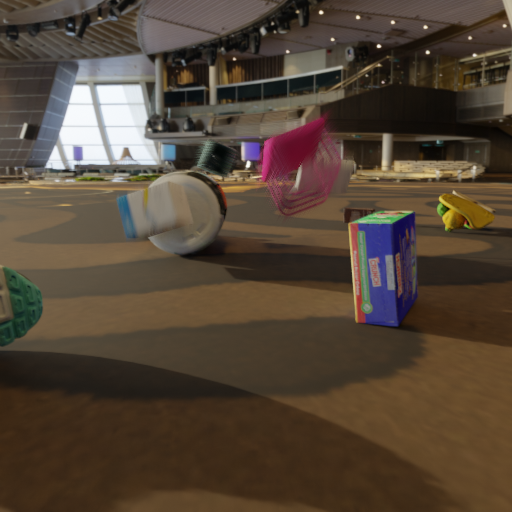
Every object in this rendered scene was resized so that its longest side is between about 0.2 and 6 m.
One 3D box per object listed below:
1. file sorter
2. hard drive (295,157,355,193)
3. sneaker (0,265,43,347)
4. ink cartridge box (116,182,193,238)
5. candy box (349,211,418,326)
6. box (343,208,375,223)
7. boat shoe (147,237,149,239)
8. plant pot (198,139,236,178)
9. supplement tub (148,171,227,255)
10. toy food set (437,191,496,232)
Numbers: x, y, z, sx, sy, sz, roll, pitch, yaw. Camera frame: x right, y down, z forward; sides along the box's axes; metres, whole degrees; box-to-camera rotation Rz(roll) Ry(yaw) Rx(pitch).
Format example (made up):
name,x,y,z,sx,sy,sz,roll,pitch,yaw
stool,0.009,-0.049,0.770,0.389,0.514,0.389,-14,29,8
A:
name,x,y,z,sx,sy,sz,roll,pitch,yaw
file sorter,0.999,-1.859,12.411,1.334,1.204,1.920,-23,-14,-8
hard drive,1.727,-2.043,14.092,1.328,0.876,0.177,5,35,-11
sneaker,-3.712,0.493,5.841,2.820,1.094,1.286,-2,6,-17
ink cartridge box,-1.920,-0.857,10.718,1.099,0.795,0.809,-16,-4,14
candy box,1.692,0.104,7.255,0.574,1.261,1.491,-1,9,24
box,3.215,-1.247,17.464,0.926,0.464,0.347,5,11,23
boat shoe,-2.197,-0.740,14.346,1.720,0.512,0.618,-8,12,-37
plant pot,-0.926,-2.138,12.470,0.663,0.662,0.676,22,-3,-16
supplement tub,-1.542,-1.053,12.643,1.732,1.732,2.827,0,9,-1
toy food set,5.851,-1.073,15.872,1.531,0.850,2.602,30,24,20
